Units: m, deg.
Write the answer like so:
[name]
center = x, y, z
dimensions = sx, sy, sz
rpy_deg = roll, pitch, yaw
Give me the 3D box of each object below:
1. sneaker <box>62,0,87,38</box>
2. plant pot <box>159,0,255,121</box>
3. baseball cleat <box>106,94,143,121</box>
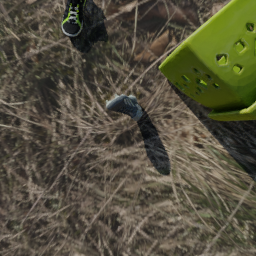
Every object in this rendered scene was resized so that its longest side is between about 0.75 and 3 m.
[sneaker]
center = -1.777, -3.895, 9.042
dimensions = 0.677, 0.781, 1.887
rpy_deg = 8, 81, -1
[plant pot]
center = 3.025, -1.849, 7.788
dimensions = 2.975, 2.961, 2.700
rpy_deg = -41, 93, -5
[baseball cleat]
center = -0.001, -0.581, 8.265
dimensions = 0.563, 1.614, 0.859
rpy_deg = -40, 81, 29
